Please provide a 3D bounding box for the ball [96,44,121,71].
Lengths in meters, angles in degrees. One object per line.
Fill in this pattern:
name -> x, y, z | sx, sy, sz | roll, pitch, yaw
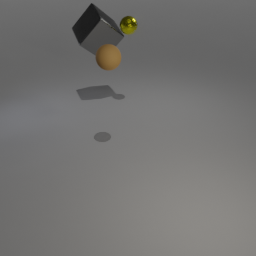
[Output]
ball -> -0.533, -1.921, 7.627 | 0.700, 0.700, 0.700 | 0, 30, 0

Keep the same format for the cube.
cube -> -1.283, -4.039, 11.836 | 1.400, 1.400, 1.400 | 23, 31, -45

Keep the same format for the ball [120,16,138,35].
ball -> 0.024, -4.001, 10.919 | 0.700, 0.700, 0.700 | 0, 30, 0
